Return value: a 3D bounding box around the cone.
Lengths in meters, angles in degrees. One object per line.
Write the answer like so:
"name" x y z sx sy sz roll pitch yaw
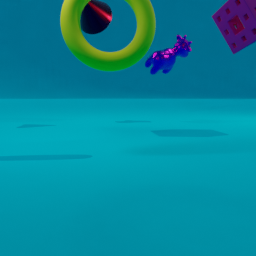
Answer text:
"cone" -1.162 -3.524 8.168 1.120 1.120 1.124 2 -10 15

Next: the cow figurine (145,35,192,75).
"cow figurine" 1.462 -2.585 9.856 1.496 0.821 1.472 -16 -25 -42

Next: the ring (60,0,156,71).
"ring" -0.275 -1.512 4.049 1.375 1.375 0.275 -1 4 -8

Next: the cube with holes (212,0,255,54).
"cube with holes" 3.030 -2.725 6.808 1.134 1.134 1.134 -31 1 -16
